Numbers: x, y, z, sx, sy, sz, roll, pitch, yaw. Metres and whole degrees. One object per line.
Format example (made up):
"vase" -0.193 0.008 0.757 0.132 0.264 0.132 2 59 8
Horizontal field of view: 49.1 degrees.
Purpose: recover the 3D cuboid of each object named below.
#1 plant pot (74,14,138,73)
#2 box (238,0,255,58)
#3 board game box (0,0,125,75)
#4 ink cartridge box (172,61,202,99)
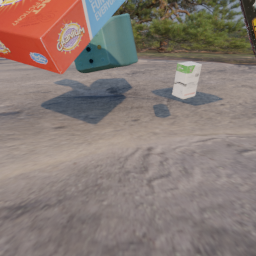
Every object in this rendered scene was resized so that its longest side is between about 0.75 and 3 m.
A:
"plant pot" -0.902 -2.830 9.663 1.812 1.811 2.563 -7 19 16
"box" 2.889 -2.511 4.840 1.835 2.680 0.534 -20 52 23
"board game box" -1.530 -2.064 4.415 2.874 0.580 2.199 19 63 28
"ink cartridge box" 1.350 -1.104 6.443 0.557 0.762 0.321 -16 34 -41
